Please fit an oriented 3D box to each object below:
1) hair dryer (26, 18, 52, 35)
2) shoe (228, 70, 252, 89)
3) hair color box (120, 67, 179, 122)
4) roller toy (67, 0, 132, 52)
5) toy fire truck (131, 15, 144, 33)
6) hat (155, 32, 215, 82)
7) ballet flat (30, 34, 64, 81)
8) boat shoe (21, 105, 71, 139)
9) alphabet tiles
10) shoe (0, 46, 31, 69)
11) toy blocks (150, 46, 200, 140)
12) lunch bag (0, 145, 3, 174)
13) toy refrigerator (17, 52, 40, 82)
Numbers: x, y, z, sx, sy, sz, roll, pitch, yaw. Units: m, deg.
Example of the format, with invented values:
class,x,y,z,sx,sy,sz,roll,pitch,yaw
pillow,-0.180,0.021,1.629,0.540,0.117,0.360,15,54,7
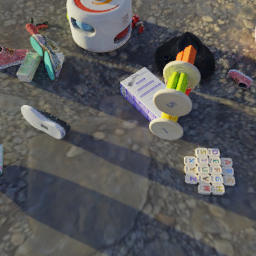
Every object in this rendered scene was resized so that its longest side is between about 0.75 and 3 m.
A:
class,x,y,z,sx,sy,sz,roll,pitch,yaw
hair dryer,-4.160,-4.692,12.969,1.074,0.383,1.411,1,58,-1
shoe,4.440,-1.954,11.214,1.002,0.358,0.456,31,58,14
hair color box,0.899,-1.119,10.462,1.255,0.744,2.297,-35,65,-19
roller toy,-1.154,-4.854,12.070,2.943,2.057,2.685,-10,58,-6
toy fire truck,0.457,-4.928,13.199,0.703,0.243,0.996,13,57,8
hat,2.408,-3.150,11.535,2.836,1.144,2.836,-1,57,1
ballet flat,-3.185,-3.045,11.632,0.954,0.954,2.654,-26,62,-16
boat shoe,-2.941,-0.271,10.023,2.005,0.688,0.568,30,43,16
alphabet tiles,2.674,1.391,9.207,1.592,0.119,1.627,3,57,2
shoe,-4.940,-3.066,11.672,1.739,0.791,0.621,-25,61,-15
toy blocks,1.351,-1.213,7.271,0.897,2.060,2.471,16,60,9
lunch bag,-4.705,1.072,9.028,1.278,0.779,1.089,-8,55,-12
toy refrigerator,-4.081,-2.531,11.535,0.484,0.446,1.276,8,58,5
